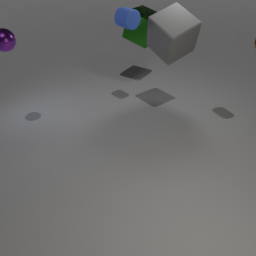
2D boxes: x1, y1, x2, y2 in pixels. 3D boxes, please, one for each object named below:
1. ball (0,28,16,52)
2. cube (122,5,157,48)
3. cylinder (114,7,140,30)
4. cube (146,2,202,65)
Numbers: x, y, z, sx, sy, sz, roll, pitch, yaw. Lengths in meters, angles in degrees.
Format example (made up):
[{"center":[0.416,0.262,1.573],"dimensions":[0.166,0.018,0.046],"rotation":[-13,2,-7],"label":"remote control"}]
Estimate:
[{"center":[-3.814,-2.703,8.615],"dimensions":[0.700,0.700,0.700],"rotation":[0,32,0],"label":"ball"},{"center":[0.770,-5.016,13.832],"dimensions":[1.400,1.400,1.400],"rotation":[31,42,15],"label":"cube"},{"center":[-0.022,-4.028,10.290],"dimensions":[0.700,0.700,0.700],"rotation":[-26,43,-35],"label":"cylinder"},{"center":[1.680,-3.546,10.599],"dimensions":[1.400,1.400,1.400],"rotation":[-33,66,-16],"label":"cube"}]
